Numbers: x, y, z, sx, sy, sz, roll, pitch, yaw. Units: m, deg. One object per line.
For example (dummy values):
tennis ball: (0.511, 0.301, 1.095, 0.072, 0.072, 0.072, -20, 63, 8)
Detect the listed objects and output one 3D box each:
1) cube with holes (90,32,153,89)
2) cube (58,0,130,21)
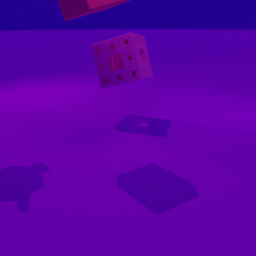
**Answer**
cube with holes: (-0.152, -2.138, 9.018, 1.371, 1.371, 1.371, -10, 10, 22)
cube: (-0.799, -2.980, 5.753, 1.104, 1.104, 1.104, -31, 25, -31)
